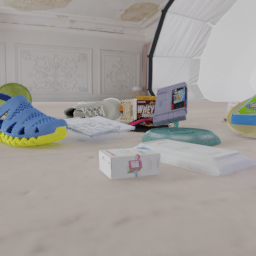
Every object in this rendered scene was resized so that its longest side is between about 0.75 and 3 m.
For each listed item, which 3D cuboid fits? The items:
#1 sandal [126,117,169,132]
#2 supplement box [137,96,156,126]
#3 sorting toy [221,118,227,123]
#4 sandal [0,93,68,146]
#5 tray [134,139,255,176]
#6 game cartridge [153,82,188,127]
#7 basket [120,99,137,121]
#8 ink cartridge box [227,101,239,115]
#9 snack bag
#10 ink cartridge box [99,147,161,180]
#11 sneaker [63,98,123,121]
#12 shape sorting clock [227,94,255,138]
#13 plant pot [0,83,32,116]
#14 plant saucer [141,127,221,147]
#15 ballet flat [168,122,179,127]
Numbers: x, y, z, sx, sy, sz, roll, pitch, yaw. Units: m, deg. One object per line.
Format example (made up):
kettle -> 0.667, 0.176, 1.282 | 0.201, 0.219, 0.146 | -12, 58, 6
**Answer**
sandal -> 0.305, -0.135, 9.062 | 2.010, 0.453, 0.755 | 2, 7, 17
supplement box -> 0.828, -0.600, 10.184 | 0.733, 1.104, 1.089 | 3, 7, 22
sorting toy -> 4.381, -0.325, 11.547 | 0.699, 0.245, 1.450 | -4, 8, -30
sandal -> -2.642, -0.229, 6.806 | 2.801, 1.220, 1.113 | 6, 6, 29
tray -> 1.051, 0.453, 5.123 | 1.145, 0.237, 2.133 | -7, 10, -39
game cartridge -> 1.213, -0.709, 7.877 | 0.936, 0.277, 1.444 | -17, 41, 28
basket -> 0.327, -0.817, 12.520 | 0.913, 1.004, 1.480 | 1, 7, 28
ink cartridge box -> 4.695, -0.752, 12.482 | 0.504, 0.865, 0.292 | 2, 7, 22
snack bag -> -0.873, -0.089, 7.558 | 1.640, 0.186, 1.739 | 16, 17, 41
ink cartridge box -> 0.009, 0.508, 4.209 | 0.787, 0.333, 0.569 | -1, 7, -23
sneaker -> -1.466, -0.583, 11.371 | 2.727, 1.032, 1.255 | -4, 10, 36
shape sorting clock -> 4.360, -0.461, 8.026 | 2.933, 0.575, 2.933 | -16, 19, 6
plant pot -> -5.331, -1.115, 13.331 | 1.786, 1.786, 1.696 | -4, 21, -30
plant saucer -> 1.335, 0.196, 7.141 | 1.991, 0.273, 1.991 | 1, 7, 0
ballet flat -> 1.475, -0.078, 9.383 | 0.415, 0.415, 1.155 | 2, 4, 16
